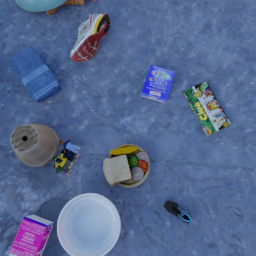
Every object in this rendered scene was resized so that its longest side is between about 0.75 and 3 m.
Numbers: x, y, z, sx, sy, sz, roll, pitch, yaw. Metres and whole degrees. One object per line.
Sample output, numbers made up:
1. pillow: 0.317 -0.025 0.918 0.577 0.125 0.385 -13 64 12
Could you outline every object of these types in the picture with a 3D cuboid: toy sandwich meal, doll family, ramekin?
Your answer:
1. toy sandwich meal: -0.079 1.319 9.805 1.719 0.589 1.719 -1 82 9
2. doll family: -2.266 1.014 10.061 0.776 0.527 1.342 24 72 10
3. ramekin: -1.226 3.170 9.230 2.000 1.050 2.000 0 77 0

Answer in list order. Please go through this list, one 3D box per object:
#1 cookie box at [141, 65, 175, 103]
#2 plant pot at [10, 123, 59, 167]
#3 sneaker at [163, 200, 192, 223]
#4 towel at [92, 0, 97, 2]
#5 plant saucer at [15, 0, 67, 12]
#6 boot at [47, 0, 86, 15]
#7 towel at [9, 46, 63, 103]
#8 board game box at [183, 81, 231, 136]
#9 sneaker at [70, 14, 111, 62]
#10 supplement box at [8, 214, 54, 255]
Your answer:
1. cookie box: 1.137 -1.676 10.710 1.023 0.449 1.196 18 77 4
2. plant pot: -3.332 0.494 9.711 1.606 1.393 1.606 0 77 -1
3. sneaker: 1.734 2.858 9.610 1.119 0.459 0.410 31 79 8
4. towel: -1.510 -6.035 11.932 0.919 0.145 1.276 -42 80 -10
5. plant saucer: -3.446 -5.928 11.410 2.732 0.491 2.732 -4 65 7
6. boot: -2.477 -5.260 11.538 1.382 0.682 1.780 21 74 0
7. towel: -3.555 -2.035 10.748 1.184 0.515 2.121 -34 80 -11
8. board game box: 2.978 -0.758 10.618 1.017 0.228 1.941 -26 78 -4
9. sneaker: -1.591 -3.547 11.035 0.936 0.887 2.279 21 71 27
10. supplement box: -3.229 3.831 9.157 0.885 0.866 1.712 19 77 5
